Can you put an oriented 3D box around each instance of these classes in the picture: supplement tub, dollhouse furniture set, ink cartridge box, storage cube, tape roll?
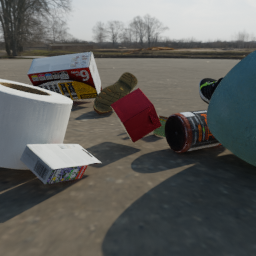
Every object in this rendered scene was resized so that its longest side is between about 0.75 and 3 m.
[{"bbox_3d":[1.873,0.017,6.949,1.795,0.960,0.960,-9,19,-26],"label":"supplement tub"},{"bbox_3d":[0.646,-0.167,8.055,0.441,0.570,1.141,25,-6,-42],"label":"dollhouse furniture set"},{"bbox_3d":[-1.213,0.636,5.305,0.761,0.352,1.396,34,14,26],"label":"ink cartridge box"},{"bbox_3d":[0.205,-0.328,7.225,0.884,0.841,0.984,-32,46,-3],"label":"storage cube"},{"bbox_3d":[-2.488,-1.853,11.748,2.517,2.210,1.055,-5,50,8],"label":"ink cartridge box"},{"bbox_3d":[-2.312,-0.159,5.900,2.038,1.399,2.038,15,10,-3],"label":"tape roll"}]

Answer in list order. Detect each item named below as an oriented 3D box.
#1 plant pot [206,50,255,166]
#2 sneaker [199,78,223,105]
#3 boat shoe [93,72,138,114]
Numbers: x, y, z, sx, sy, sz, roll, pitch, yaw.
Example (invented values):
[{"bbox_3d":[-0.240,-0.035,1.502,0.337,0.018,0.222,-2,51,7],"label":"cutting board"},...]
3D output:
[{"bbox_3d":[3.122,-0.108,5.380,2.623,2.623,1.767,-5,42,-17],"label":"plant pot"},{"bbox_3d":[3.104,-1.205,9.188,0.997,1.151,2.779,-7,36,-3],"label":"sneaker"},{"bbox_3d":[-0.498,-1.225,10.810,0.881,0.827,2.447,41,51,1],"label":"boat shoe"}]
